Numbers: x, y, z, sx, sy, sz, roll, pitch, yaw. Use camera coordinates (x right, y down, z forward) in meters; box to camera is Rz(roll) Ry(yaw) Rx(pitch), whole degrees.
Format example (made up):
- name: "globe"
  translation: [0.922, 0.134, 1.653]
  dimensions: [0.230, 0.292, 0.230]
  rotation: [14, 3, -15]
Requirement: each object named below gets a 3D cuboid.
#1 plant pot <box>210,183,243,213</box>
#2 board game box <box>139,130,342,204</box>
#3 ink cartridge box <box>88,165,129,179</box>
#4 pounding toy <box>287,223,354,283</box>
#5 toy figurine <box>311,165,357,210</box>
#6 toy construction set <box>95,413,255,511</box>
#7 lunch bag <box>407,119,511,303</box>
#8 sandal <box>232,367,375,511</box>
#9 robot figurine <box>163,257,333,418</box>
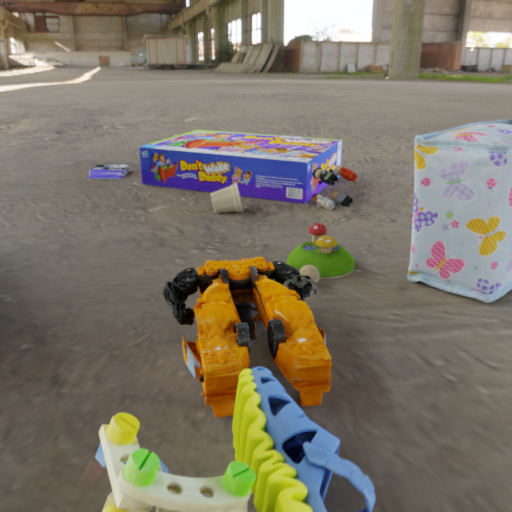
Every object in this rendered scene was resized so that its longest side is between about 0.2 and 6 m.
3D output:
- name: "plant pot"
  translation: [-0.628, -1.158, 11.713]
  dimensions: [0.589, 0.643, 0.643]
  rotation: [-13, 22, -1]
- name: "board game box"
  translation: [-0.311, -2.374, 14.175]
  dimensions: [4.315, 0.966, 2.901]
  rotation: [9, 23, 21]
- name: "ink cartridge box"
  translation: [-3.937, -2.249, 14.927]
  dimensions: [0.899, 0.197, 0.908]
  rotation: [1, 23, 1]
- name: "pounding toy"
  translation: [0.926, -0.092, 8.831]
  dimensions: [1.081, 0.650, 1.400]
  rotation: [19, 28, 41]
- name: "toy figurine"
  translation: [1.630, -1.472, 11.987]
  dimensions: [0.909, 0.894, 0.632]
  rotation: [-16, 33, -33]
- name: "toy construction set"
  translation: [-0.506, 1.957, 3.133]
  dimensions: [1.462, 1.028, 2.230]
  rotation: [23, 29, -7]
- name: "lunch bag"
  translation: [3.646, -0.858, 8.511]
  dimensions: [1.719, 2.293, 2.704]
  rotation: [16, 26, 41]
- name: "sandal"
  translation: [0.312, 1.610, 4.542]
  dimensions: [0.831, 0.759, 1.910]
  rotation: [-3, 29, -17]
- name: "robot figurine"
  translation: [-0.118, 0.751, 6.557]
  dimensions: [1.890, 0.759, 2.607]
  rotation: [-4, 23, -9]
